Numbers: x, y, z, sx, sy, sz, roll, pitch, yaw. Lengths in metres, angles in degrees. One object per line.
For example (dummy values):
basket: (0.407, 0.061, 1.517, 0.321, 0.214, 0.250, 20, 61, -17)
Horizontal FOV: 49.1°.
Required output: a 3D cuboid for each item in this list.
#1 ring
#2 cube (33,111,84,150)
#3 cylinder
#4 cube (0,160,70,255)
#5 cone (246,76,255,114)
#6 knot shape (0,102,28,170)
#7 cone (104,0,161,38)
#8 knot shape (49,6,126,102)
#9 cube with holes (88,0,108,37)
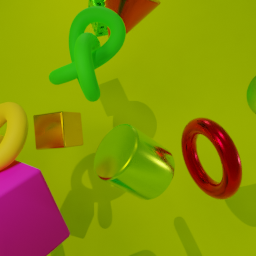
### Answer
ring: (1.478, 0.557, 5.149, 0.309, 1.547, 1.547, -16, 63, -18)
cube: (-1.413, 0.054, 5.744, 0.703, 0.703, 0.703, -6, 89, 21)
cylinder: (0.104, 0.555, 4.503, 0.949, 0.949, 0.949, -31, 42, 32)
cube: (-1.967, 1.408, 4.378, 1.312, 1.312, 1.312, 6, 31, 46)
cone: (3.145, -0.660, 5.764, 1.024, 1.020, 1.020, 0, 52, -47)
knot shape: (-2.531, 0.254, 4.749, 1.957, 2.092, 0.966, -18, 102, 16)
cone: (-0.182, -2.597, 6.762, 1.459, 1.465, 1.459, 19, 30, -11)
knot shape: (-0.814, -1.319, 5.489, 0.895, 1.937, 1.813, 23, 33, -29)
cube with holes: (-0.565, -3.077, 7.515, 0.801, 0.801, 0.801, -16, 76, -16)
